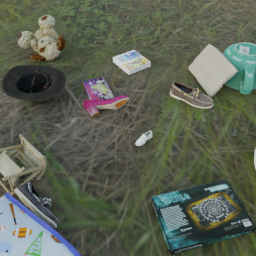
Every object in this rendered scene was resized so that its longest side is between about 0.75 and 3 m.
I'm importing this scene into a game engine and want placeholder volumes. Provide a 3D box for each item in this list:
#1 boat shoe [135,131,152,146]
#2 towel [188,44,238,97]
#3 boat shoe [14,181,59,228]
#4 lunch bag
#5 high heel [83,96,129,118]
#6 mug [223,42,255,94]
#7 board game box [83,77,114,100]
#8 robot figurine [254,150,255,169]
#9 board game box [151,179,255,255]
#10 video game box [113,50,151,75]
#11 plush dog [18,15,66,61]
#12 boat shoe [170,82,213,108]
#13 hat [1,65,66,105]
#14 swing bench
[{"bbox_3d":[0.561,0.340,9.949,0.281,0.275,0.794,33,53,29],"label":"boat shoe"},{"bbox_3d":[3.612,-2.532,12.154,0.397,1.528,2.305,20,34,-34],"label":"towel"},{"bbox_3d":[-2.481,2.088,7.888,1.818,0.660,0.570,28,53,31],"label":"boat shoe"},{"bbox_3d":[-2.510,3.198,5.991,2.813,1.742,2.391,21,47,30],"label":"lunch bag"},{"bbox_3d":[-0.869,-1.074,11.156,1.766,0.595,0.847,-28,65,-9],"label":"high heel"},{"bbox_3d":[5.172,-2.702,12.210,1.965,1.479,2.392,-18,47,-18],"label":"mug"},{"bbox_3d":[-1.270,-1.607,12.006,0.966,0.260,1.609,-18,47,-12],"label":"board game box"},{"bbox_3d":[5.264,1.028,8.203,2.890,2.172,1.804,7,62,6],"label":"robot figurine"},{"bbox_3d":[2.034,2.386,7.797,2.409,0.339,1.629,-10,45,-10],"label":"board game box"},{"bbox_3d":[0.173,-3.211,13.579,1.291,0.332,1.417,-28,50,-22],"label":"video game box"},{"bbox_3d":[-4.068,-4.149,13.967,2.179,1.749,1.872,-34,63,6],"label":"plush dog"},{"bbox_3d":[2.621,-1.373,11.505,1.888,0.562,0.678,26,50,24],"label":"boat shoe"},{"bbox_3d":[-3.777,-1.597,11.447,2.462,0.993,2.462,4,50,-5],"label":"hat"},{"bbox_3d":[-3.470,1.131,8.728,1.387,0.905,1.394,34,49,31],"label":"swing bench"}]
